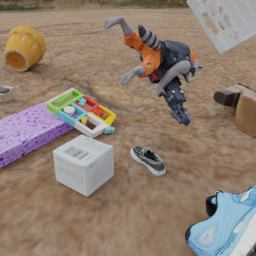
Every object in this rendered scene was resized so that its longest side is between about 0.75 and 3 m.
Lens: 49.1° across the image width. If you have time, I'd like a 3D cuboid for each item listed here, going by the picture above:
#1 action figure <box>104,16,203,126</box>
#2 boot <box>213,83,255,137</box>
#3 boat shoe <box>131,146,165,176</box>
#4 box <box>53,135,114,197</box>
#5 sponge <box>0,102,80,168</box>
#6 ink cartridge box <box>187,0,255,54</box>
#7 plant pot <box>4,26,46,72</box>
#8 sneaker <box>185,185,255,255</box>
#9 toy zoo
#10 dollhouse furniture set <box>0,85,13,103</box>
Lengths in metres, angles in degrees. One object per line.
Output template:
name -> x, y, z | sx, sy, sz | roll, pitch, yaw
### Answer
action figure -> 0.782, -1.247, 5.730 | 2.243, 1.213, 2.318 | -3, 57, -42
boot -> 4.105, -0.622, 8.764 | 2.026, 0.973, 2.771 | -4, 37, -29
boat shoe -> 0.498, 0.667, 6.747 | 0.436, 0.429, 1.209 | -18, 33, -31
box -> -0.942, 0.785, 6.102 | 0.950, 0.818, 0.955 | 18, 31, 30
sponge -> -2.866, 0.033, 7.901 | 1.605, 0.429, 2.877 | 19, 33, 29
ink cartridge box -> 1.523, -1.689, 3.761 | 0.298, 0.965, 1.189 | -43, 10, -35
plant pot -> -5.211, -3.725, 13.789 | 1.910, 1.910, 1.748 | 2, 44, 3
sneaker -> 2.016, 1.327, 4.863 | 2.761, 1.082, 1.242 | -25, 33, -39
toy zoo -> -1.262, -0.419, 8.359 | 2.036, 0.208, 1.336 | 32, 37, 10
dollhouse furniture set -> -5.665, -1.536, 9.348 | 2.101, 1.882, 2.652 | 12, 30, 21
